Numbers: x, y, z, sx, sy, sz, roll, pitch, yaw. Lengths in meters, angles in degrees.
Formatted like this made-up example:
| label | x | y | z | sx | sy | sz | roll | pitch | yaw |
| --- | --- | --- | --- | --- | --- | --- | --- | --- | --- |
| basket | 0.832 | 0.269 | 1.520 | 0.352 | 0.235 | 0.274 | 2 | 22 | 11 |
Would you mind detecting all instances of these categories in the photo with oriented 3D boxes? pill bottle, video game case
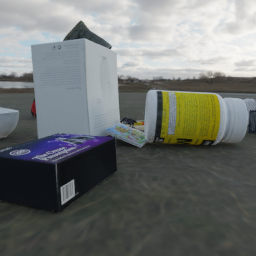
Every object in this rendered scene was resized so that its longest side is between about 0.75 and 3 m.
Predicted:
| label | x | y | z | sx | sy | sz | roll | pitch | yaw |
| --- | --- | --- | --- | --- | --- | --- | --- | --- | --- |
| pill bottle | 1.815 | -0.271 | 7.855 | 2.613 | 1.493 | 1.493 | 3 | 9 | -1 |
| video game case | 0.035 | 0.181 | 8.192 | 1.128 | 0.137 | 1.239 | 22 | 15 | 13 |

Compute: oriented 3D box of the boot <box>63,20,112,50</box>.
| label | x | y | z | sx | sy | sz | roll | pitch | yaw |
| --- | --- | --- | --- | --- | --- | --- | --- | --- | --- |
| boot | -1.993 | -3.875 | 13.322 | 1.949 | 1.772 | 0.707 | 44 | 16 | -8 |

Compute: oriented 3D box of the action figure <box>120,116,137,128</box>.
| label | x | y | z | sx | sy | sz | roll | pitch | yaw |
| --- | --- | --- | --- | --- | --- | --- | --- | --- | --- |
| action figure | -0.081 | -0.036 | 9.290 | 0.589 | 0.506 | 0.991 | 23 | 36 | 26 |

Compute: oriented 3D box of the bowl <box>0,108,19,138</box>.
| label | x | y | z | sx | sy | sz | roll | pitch | yaw |
| --- | --- | --- | --- | --- | --- | --- | --- | --- | --- |
| bowl | -4.911 | -0.125 | 8.853 | 2.411 | 0.900 | 2.408 | 7 | 12 | 43 |

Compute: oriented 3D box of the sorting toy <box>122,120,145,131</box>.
| label | x | y | z | sx | sy | sz | roll | pitch | yaw |
| --- | --- | --- | --- | --- | --- | --- | --- | --- | --- |
| sorting toy | 0.603 | -0.160 | 11.010 | 1.375 | 0.271 | 1.485 | -4 | 10 | -24 |

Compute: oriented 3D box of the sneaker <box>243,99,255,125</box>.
| label | x | y | z | sx | sy | sz | roll | pitch | yaw |
| --- | --- | --- | --- | --- | --- | --- | --- | --- | --- |
| sneaker | 4.900 | -0.739 | 12.344 | 2.833 | 1.069 | 1.612 | -1 | 7 | -44 |

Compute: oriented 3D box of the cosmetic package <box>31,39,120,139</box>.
| label | x | y | z | sx | sy | sz | roll | pitch | yaw |
| --- | --- | --- | --- | --- | --- | --- | --- | --- | --- |
| cosmetic package | -1.442 | -1.066 | 8.657 | 1.678 | 2.730 | 2.721 | -2 | 6 | 16 |

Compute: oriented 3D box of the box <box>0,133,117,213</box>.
| label | x | y | z | sx | sy | sz | roll | pitch | yaw |
| --- | --- | --- | --- | --- | --- | --- | --- | --- | --- |
| box | -1.185 | 0.619 | 4.782 | 1.350 | 0.754 | 1.913 | 1 | 9 | 22 |

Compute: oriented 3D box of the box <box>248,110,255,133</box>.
| label | x | y | z | sx | sy | sz | roll | pitch | yaw |
| --- | --- | --- | --- | --- | --- | --- | --- | --- | --- |
| box | 4.773 | -0.197 | 9.597 | 0.570 | 0.790 | 1.065 | -7 | 12 | -37 |

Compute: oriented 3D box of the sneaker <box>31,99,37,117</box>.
| label | x | y | z | sx | sy | sz | roll | pitch | yaw |
| --- | --- | --- | --- | --- | --- | --- | --- | --- | --- |
| sneaker | -4.002 | -0.884 | 14.324 | 2.446 | 0.970 | 1.168 | 13 | -1 | 39 |
